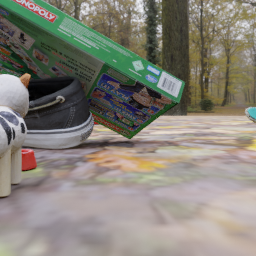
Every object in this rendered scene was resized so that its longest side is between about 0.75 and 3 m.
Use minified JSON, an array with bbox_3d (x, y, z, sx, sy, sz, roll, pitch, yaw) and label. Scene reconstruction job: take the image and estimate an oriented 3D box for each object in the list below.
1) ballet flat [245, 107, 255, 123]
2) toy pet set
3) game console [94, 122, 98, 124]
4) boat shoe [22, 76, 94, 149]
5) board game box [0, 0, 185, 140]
[{"bbox_3d":[6.477,-0.515,13.578,2.278,0.817,0.817,2,2,-21],"label":"ballet flat"},{"bbox_3d":[-1.676,-0.204,1.254,2.287,1.215,2.135,-1,3,-14],"label":"toy pet set"},{"bbox_3d":[-0.840,-0.285,12.031,1.360,0.239,1.538,0,4,10],"label":"game console"},{"bbox_3d":[-1.953,-0.351,3.787,2.979,0.987,1.041,5,35,11],"label":"boat shoe"},{"bbox_3d":[-0.695,-0.735,3.930,2.470,0.360,1.662,28,-25,-11],"label":"board game box"}]
